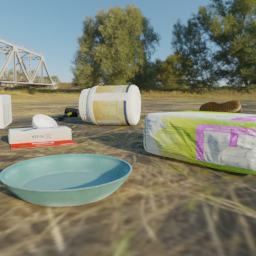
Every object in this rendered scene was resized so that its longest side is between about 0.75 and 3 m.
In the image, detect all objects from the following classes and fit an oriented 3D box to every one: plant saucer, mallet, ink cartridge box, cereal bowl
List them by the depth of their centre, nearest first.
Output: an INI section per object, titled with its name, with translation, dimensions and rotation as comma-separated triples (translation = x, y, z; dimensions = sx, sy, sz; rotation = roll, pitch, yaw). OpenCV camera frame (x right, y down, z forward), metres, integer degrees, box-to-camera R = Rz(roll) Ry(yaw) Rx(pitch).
[plant saucer]
translation = -0.863, 0.739, 4.102
dimensions = 1.850, 0.332, 1.850
rotation = 0, 8, 0
[ink cartridge box]
translation = -2.402, 0.234, 7.783
dimensions = 1.683, 0.366, 1.460
rotation = -3, 7, -24
[cereal bowl]
translation = -2.764, -0.052, 9.181
dimensions = 0.837, 0.349, 0.837
rotation = 26, 27, -15
[mallet]
translation = -3.043, -0.661, 14.540
dimensions = 0.768, 0.480, 2.331
rotation = 3, 12, -4

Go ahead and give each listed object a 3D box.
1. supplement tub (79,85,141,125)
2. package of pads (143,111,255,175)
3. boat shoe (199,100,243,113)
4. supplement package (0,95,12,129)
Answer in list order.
[supplement tub]
translation = -0.718, -0.937, 11.624
dimensions = 2.278, 1.644, 1.644
rotation = 2, 8, 15
[package of pads]
translation = 1.974, 0.176, 5.935
dimensions = 2.195, 0.969, 2.841
rotation = -5, 8, -42
[boat shoe]
translation = 5.291, -1.007, 16.004
dimensions = 2.419, 0.873, 0.871
rotation = -7, -29, 40
[supplement package]
translation = -5.519, -0.694, 11.286
dimensions = 1.294, 1.246, 2.276
rotation = -2, 8, -15
